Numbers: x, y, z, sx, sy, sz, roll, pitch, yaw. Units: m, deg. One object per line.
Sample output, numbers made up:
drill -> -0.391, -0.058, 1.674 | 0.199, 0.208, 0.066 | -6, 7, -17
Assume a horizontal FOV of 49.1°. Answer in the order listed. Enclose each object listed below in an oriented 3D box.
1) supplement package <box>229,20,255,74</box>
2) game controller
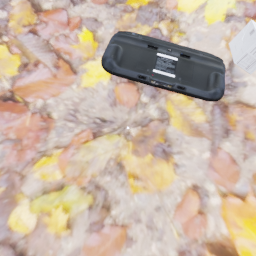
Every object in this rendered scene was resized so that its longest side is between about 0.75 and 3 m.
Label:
supplement package -> 2.369, -1.556, 5.376 | 0.443, 0.623, 0.799 | 27, 42, -16
game controller -> 0.677, -1.148, 5.098 | 2.263, 0.477, 1.180 | 15, 59, 1
